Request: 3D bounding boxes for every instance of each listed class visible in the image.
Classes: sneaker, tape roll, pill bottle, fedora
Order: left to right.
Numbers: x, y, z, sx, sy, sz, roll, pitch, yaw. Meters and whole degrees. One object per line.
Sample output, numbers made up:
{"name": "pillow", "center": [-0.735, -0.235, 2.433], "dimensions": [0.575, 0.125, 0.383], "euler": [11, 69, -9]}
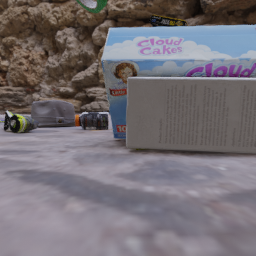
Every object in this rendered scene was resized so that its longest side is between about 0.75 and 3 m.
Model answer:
{"name": "sneaker", "center": [-2.707, -0.114, 6.990], "dimensions": [0.570, 0.521, 1.409], "euler": [6, 6, -40]}
{"name": "fedora", "center": [-2.564, -0.495, 9.405], "dimensions": [1.939, 0.875, 1.715], "euler": [-1, 4, -20]}
{"name": "tape roll", "center": [-1.192, -4.000, 8.264], "dimensions": [1.247, 0.300, 1.247], "euler": [33, -17, 11]}
{"name": "pill bottle", "center": [-0.988, -0.198, 7.693], "dimensions": [0.913, 0.485, 0.485], "euler": [0, 3, -7]}

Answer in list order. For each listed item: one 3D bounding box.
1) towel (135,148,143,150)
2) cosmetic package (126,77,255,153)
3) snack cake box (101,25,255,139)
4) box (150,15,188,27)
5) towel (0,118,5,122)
{"name": "towel", "center": [0.404, 0.248, 3.962], "dimensions": [0.758, 0.068, 0.326], "euler": [-2, 0, -22]}
{"name": "cosmetic package", "center": [0.886, -0.201, 3.587], "dimensions": [1.764, 0.895, 0.629], "euler": [3, 12, 7]}
{"name": "snack cake box", "center": [1.117, -0.675, 4.498], "dimensions": [2.843, 1.635, 0.955], "euler": [1, 48, 7]}
{"name": "box", "center": [1.478, -3.520, 9.791], "dimensions": [1.248, 0.308, 0.996], "euler": [20, 4, 22]}
{"name": "towel", "center": [-5.998, -0.371, 13.145], "dimensions": [1.100, 0.174, 1.532], "euler": [-1, 3, -26]}
